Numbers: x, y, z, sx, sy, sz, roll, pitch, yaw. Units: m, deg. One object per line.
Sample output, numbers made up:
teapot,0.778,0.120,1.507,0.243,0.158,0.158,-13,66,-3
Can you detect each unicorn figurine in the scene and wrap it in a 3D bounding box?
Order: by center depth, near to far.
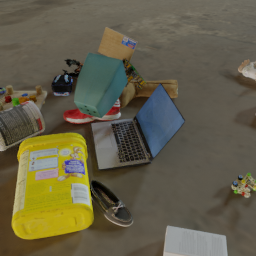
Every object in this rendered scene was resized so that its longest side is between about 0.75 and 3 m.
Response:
unicorn figurine,6.876,-2.854,14.618,1.688,0.907,2.457,-33,33,-23

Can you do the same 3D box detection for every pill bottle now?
pill bottle,-4.372,0.016,10.227,2.315,1.319,1.319,-30,46,-34

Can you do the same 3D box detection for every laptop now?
laptop,0.151,-0.153,10.173,2.902,1.682,2.717,-7,37,-9

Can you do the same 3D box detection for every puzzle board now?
puzzle board,-0.462,-3.597,12.392,1.539,1.160,0.134,25,29,2

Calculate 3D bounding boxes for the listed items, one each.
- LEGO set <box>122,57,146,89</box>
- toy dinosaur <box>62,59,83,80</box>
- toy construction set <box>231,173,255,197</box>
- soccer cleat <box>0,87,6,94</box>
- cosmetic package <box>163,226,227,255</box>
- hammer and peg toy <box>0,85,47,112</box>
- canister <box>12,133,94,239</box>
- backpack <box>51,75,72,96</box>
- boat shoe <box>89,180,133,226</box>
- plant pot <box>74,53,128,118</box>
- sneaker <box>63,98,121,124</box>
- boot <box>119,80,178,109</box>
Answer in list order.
LEGO set,-0.034,-2.201,12.054,0.916,1.216,1.581,-40,60,12
toy dinosaur,-2.481,-2.922,14.654,1.678,1.263,2.473,0,15,-31
toy construction set,3.636,1.786,8.598,0.726,0.510,1.108,31,36,35
soccer cleat,-6.378,-1.877,13.571,0.921,0.385,0.298,6,37,7
cosmetic package,1.638,2.986,6.906,1.461,0.521,0.741,7,37,10
hammer and peg toy,-4.992,-1.140,12.120,2.624,0.925,1.930,0,37,0
canister,-2.180,1.571,8.223,2.162,1.260,2.911,-7,38,-10
backpack,-3.177,-2.132,13.633,0.973,0.717,1.066,-2,38,-3
boat shoe,-0.557,2.134,8.069,0.591,0.504,1.769,-30,46,-34
plant pot,-1.082,-1.451,10.202,1.366,1.365,1.933,17,69,17
sneaker,-1.493,-1.011,11.527,2.378,1.374,0.932,-6,32,-13
boot,0.899,-1.647,12.841,2.790,0.923,2.443,3,37,3
